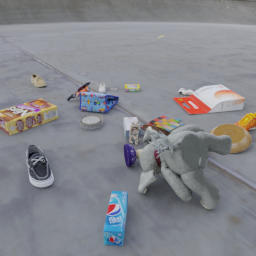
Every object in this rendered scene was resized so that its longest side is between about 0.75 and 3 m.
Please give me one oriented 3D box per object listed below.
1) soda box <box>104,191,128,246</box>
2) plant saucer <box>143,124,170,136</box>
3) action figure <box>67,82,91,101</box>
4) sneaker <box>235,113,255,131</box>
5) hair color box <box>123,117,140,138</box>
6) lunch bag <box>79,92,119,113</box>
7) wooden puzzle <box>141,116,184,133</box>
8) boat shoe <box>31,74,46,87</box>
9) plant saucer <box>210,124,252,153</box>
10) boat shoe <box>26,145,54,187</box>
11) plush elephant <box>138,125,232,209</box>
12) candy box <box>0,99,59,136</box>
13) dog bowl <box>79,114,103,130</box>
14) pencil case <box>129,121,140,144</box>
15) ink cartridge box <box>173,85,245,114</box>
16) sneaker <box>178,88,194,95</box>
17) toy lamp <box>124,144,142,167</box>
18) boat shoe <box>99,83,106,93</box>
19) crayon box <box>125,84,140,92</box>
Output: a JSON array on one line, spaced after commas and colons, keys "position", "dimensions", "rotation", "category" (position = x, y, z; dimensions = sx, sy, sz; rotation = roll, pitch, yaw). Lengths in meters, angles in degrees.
[{"position": [-0.267, 2.095, 6.640], "dimensions": [0.429, 0.454, 1.338], "rotation": [2, 27, 4], "category": "soda box"}, {"position": [1.030, 0.141, 10.333], "dimensions": [1.060, 0.194, 1.060], "rotation": [17, -10, 3], "category": "plant saucer"}, {"position": [-2.300, -1.599, 13.778], "dimensions": [1.462, 0.765, 1.414], "rotation": [-38, 6, 4], "category": "action figure"}, {"position": [4.566, -0.205, 10.937], "dimensions": [1.929, 0.744, 0.704], "rotation": [-21, 35, -33], "category": "sneaker"}, {"position": [0.137, -0.038, 11.019], "dimensions": [0.569, 0.348, 1.149], "rotation": [-2, 27, -4], "category": "hair color box"}, {"position": [-1.307, -1.333, 13.339], "dimensions": [1.349, 0.843, 1.791], "rotation": [7, 15, 16], "category": "lunch bag"}, {"position": [1.502, -0.143, 11.466], "dimensions": [1.115, 0.132, 1.880], "rotation": [24, 35, 39], "category": "wooden puzzle"}, {"position": [-5.237, -2.774, 16.291], "dimensions": [0.570, 0.513, 1.580], "rotation": [-18, 32, -32], "category": "boat shoe"}, {"position": [3.611, 0.283, 10.013], "dimensions": [1.510, 0.267, 1.510], "rotation": [-9, 37, 7], "category": "plant saucer"}, {"position": [-2.720, 1.079, 8.471], "dimensions": [0.664, 0.628, 1.852], "rotation": [-12, 29, -22], "category": "boat shoe"}, {"position": [1.203, 0.902, 7.712], "dimensions": [2.560, 2.108, 1.982], "rotation": [24, -22, -22], "category": "plush elephant"}, {"position": [-4.222, -0.516, 11.669], "dimensions": [1.312, 0.635, 2.249], "rotation": [24, 37, 37], "category": "candy box"}, {"position": [-1.509, -0.238, 11.479], "dimensions": [1.010, 0.296, 1.010], "rotation": [-1, 26, 0], "category": "dog bowl"}, {"position": [0.251, 0.161, 10.070], "dimensions": [0.381, 0.852, 0.332], "rotation": [30, 41, 33], "category": "pencil case"}, {"position": [3.799, -1.443, 13.496], "dimensions": [2.700, 0.677, 2.190], "rotation": [-3, 26, -12], "category": "ink cartridge box"}, {"position": [3.054, -1.841, 14.724], "dimensions": [0.873, 0.328, 0.354], "rotation": [17, 42, 37], "category": "sneaker"}, {"position": [1.312, 0.698, 9.077], "dimensions": [2.850, 0.830, 0.830], "rotation": [-6, 27, -10], "category": "toy lamp"}, {"position": [-1.399, -2.224, 15.358], "dimensions": [0.373, 0.367, 1.052], "rotation": [0, 27, 0], "category": "boat shoe"}, {"position": [0.233, -2.205, 15.474], "dimensions": [0.794, 0.231, 0.685], "rotation": [-1, 28, -1], "category": "crayon box"}]
